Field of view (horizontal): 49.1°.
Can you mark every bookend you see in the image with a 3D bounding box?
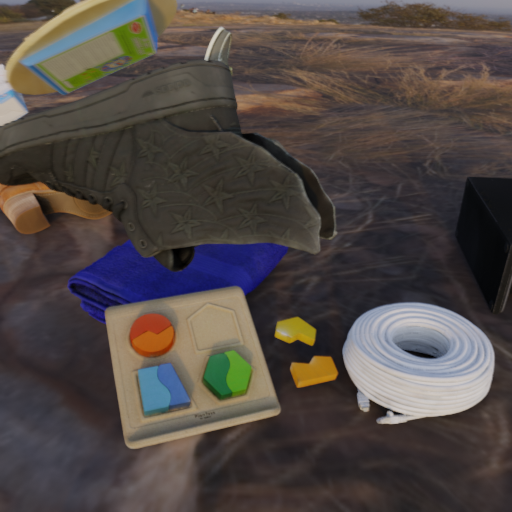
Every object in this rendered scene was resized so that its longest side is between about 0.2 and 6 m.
[{"bbox_3d":[5.032,-0.215,9.263,2.712,1.249,2.695,3,29,4],"label":"bookend"}]

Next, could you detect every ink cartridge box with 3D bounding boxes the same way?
[{"bbox_3d":[-4.311,-2.640,9.361,0.687,0.402,1.185,-32,51,-1],"label":"ink cartridge box"}]

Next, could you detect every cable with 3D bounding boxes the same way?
[{"bbox_3d":[2.036,1.253,7.147,1.842,0.638,1.843,-4,28,-8],"label":"cable"}]

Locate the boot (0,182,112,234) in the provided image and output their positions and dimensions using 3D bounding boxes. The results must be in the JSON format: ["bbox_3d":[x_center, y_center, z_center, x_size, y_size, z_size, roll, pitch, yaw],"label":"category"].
[{"bbox_3d":[-4.092,-1.484,11.851,2.587,0.992,2.009,-26,45,-17],"label":"boot"}]

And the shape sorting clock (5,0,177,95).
[{"bbox_3d":[-2.595,-3.413,8.930,2.958,0.580,2.958,-25,6,3],"label":"shape sorting clock"}]

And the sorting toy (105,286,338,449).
[{"bbox_3d":[-0.424,1.162,6.986,2.657,0.356,1.980,-9,52,-16],"label":"sorting toy"}]

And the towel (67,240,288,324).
[{"bbox_3d":[-1.081,0.249,9.038,2.350,0.788,3.182,19,32,19],"label":"towel"}]

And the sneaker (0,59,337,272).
[{"bbox_3d":[-1.162,-0.654,5.622,3.683,1.921,1.106,-12,5,24],"label":"sneaker"}]

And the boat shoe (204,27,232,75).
[{"bbox_3d":[-0.872,-3.991,12.520,0.621,2.076,0.742,21,12,13],"label":"boat shoe"}]
